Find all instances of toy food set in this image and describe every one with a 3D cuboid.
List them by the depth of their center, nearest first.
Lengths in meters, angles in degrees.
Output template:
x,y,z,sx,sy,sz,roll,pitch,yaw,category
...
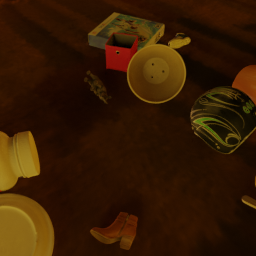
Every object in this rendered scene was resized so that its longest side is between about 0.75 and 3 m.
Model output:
x,y,z,sx,sy,sz,roll,pitch,yaw,category
4.114,1.581,6.952,2.823,0.922,1.661,-35,32,-31,toy food set

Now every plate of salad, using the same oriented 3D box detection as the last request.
x,y,z,sx,sy,sz,roll,pitch,yaw,category
-2.822,2.587,6.109,2.366,0.568,2.366,5,53,-6,plate of salad

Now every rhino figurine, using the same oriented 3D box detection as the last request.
x,y,z,sx,sy,sz,roll,pitch,yaw,category
-1.012,-1.356,9.794,0.442,0.646,1.478,-41,56,12,rhino figurine

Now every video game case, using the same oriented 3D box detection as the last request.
x,y,z,sx,sy,sz,roll,pitch,yaw,category
-0.032,-4.202,12.529,2.641,0.600,2.394,19,50,18,video game case

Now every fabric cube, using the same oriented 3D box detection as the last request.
x,y,z,sx,sy,sz,roll,pitch,yaw,category
-0.242,-2.987,11.055,1.045,1.062,1.066,13,47,11,fabric cube

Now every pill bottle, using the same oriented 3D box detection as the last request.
x,y,z,sx,sy,sz,roll,pitch,yaw,category
-3.772,0.942,6.984,2.830,1.539,1.539,-13,48,-12,pill bottle

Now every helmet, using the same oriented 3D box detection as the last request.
x,y,z,sx,sy,sz,roll,pitch,yaw,category
2.748,-0.339,8.186,1.755,1.841,1.841,43,58,13,helmet

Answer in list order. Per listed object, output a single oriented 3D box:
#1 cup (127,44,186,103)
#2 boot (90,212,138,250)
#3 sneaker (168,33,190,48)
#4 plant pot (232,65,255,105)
x,y,z,sx,sy,sz,roll,pitch,yaw,category
0.981,-1.931,9.721,1.904,1.904,1.362,5,18,4,cup
-0.292,2.281,6.509,1.006,0.386,0.781,12,48,11,boot
2.167,-3.895,12.417,1.042,0.420,0.763,-16,39,-8,sneaker
4.426,-1.061,8.726,2.125,2.125,1.945,-22,35,-20,plant pot
